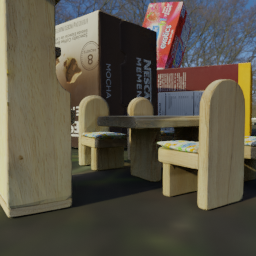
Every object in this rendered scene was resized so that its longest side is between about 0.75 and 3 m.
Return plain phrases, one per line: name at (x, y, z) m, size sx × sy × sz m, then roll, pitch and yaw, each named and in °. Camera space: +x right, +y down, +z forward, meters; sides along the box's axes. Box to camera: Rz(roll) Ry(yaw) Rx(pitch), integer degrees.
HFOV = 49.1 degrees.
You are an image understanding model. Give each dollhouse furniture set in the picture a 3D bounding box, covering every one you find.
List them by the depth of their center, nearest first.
dollhouse furniture set at (0.005, -0.169, 1.668) m, size 1.458 × 0.968 × 1.278 m, roll -2°, pitch 3°, yaw -33°

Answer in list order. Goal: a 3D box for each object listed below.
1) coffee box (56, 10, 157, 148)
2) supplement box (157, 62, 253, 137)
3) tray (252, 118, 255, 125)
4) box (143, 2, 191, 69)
coffee box at (-0.930, -0.535, 4.062) m, size 2.634 × 1.489 × 1.051 m, roll 3°, pitch 4°, yaw 41°
supplement box at (1.482, -0.484, 5.647) m, size 1.863 × 1.237 × 1.838 m, roll 1°, pitch 3°, yaw 25°
tray at (4.901, -0.315, 12.568) m, size 1.338 × 0.276 × 2.492 m, roll 1°, pitch 3°, yaw 5°
box at (1.192, -2.844, 9.898) m, size 1.317 × 2.758 × 1.375 m, roll 10°, pitch -12°, yaw 28°
